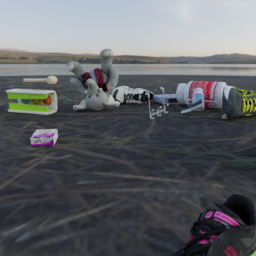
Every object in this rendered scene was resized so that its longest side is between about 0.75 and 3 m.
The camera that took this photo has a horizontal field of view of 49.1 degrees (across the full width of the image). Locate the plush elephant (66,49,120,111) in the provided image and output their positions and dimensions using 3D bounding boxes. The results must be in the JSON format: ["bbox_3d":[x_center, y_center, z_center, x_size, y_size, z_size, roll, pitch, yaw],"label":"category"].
[{"bbox_3d":[-1.315,-1.575,11.250,2.044,2.482,1.922,-12,35,5],"label":"plush elephant"}]

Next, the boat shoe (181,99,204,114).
[{"bbox_3d":[2.341,-0.808,10.353,0.876,0.311,0.316,-24,1,8],"label":"boat shoe"}]

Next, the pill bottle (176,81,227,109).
[{"bbox_3d":[3.152,-1.456,12.060,1.964,1.102,1.102,8,16,31],"label":"pill bottle"}]

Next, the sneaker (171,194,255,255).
[{"bbox_3d":[0.656,1.010,2.351,0.634,0.692,1.652,9,16,35],"label":"sneaker"}]

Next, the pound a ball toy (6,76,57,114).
[{"bbox_3d":[-3.541,-1.301,10.737,2.152,1.404,0.914,4,14,19],"label":"pound a ball toy"}]

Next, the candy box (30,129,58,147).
[{"bbox_3d":[-2.006,0.223,6.752,0.528,0.236,0.774,-2,13,-7],"label":"candy box"}]

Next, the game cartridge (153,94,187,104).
[{"bbox_3d":[2.260,-1.410,13.547,1.958,0.407,1.304,-3,9,-14],"label":"game cartridge"}]

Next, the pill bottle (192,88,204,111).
[{"bbox_3d":[2.778,-1.132,11.094,0.459,0.845,0.459,5,-22,2],"label":"pill bottle"}]

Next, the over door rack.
[{"bbox_3d":[1.006,-0.829,9.463,0.692,0.937,0.312,-22,22,-25],"label":"over door rack"}]

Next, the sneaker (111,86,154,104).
[{"bbox_3d":[0.249,-1.514,12.948,2.180,0.825,0.956,-10,17,-34],"label":"sneaker"}]

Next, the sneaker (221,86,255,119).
[{"bbox_3d":[4.123,-0.935,9.826,1.253,1.102,2.961,8,16,32],"label":"sneaker"}]
